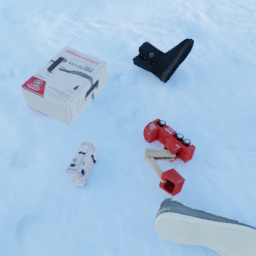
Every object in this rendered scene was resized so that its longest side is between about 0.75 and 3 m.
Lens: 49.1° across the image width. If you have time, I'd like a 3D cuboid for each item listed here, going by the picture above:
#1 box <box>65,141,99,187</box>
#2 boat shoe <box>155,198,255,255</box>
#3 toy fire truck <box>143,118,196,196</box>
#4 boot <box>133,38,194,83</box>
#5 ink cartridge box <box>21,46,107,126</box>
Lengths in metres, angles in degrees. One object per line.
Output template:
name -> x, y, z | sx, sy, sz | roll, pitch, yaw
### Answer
box -> -1.002, 0.795, 6.283 | 0.271, 0.525, 0.901 | 2, 45, 24
boat shoe -> 1.645, 1.826, 5.194 | 2.276, 0.829, 0.703 | 13, 29, 3
toy fire truck -> 0.826, 0.571, 6.411 | 1.272, 0.440, 1.803 | -25, 50, -31
boot -> 1.044, -2.331, 8.575 | 1.349, 0.613, 1.605 | 39, 94, 19
ink cartridge box -> -1.675, -1.231, 7.812 | 1.445, 0.839, 2.003 | 24, 54, 14
